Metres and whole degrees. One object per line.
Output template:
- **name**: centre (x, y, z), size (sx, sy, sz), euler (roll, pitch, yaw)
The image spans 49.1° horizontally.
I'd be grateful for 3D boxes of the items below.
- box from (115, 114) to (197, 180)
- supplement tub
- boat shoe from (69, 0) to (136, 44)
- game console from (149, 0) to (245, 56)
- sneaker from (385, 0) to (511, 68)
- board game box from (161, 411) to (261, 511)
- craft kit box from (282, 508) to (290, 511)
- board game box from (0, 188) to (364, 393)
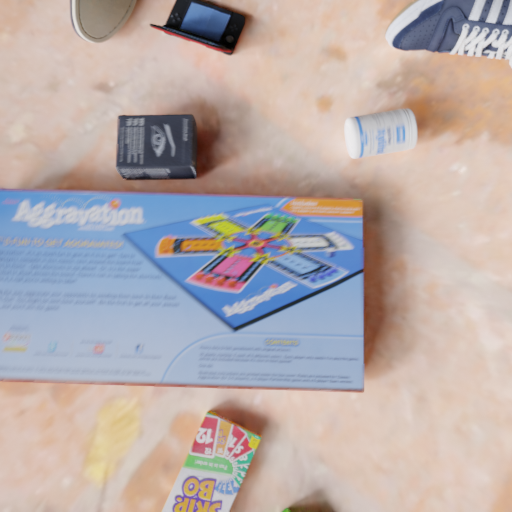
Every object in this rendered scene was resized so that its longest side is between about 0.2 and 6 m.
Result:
- **box**: centre (-1.512, -1.660, 8.629), size (1.173, 0.612, 0.868), euler (1, 79, 0)
- **supplement tub**: centre (1.909, -1.889, 8.654), size (0.985, 0.650, 0.650), euler (-10, 79, 0)
- **boat shoe**: centre (-2.570, -4.846, 9.286), size (0.916, 1.061, 2.920), euler (4, 82, 44)
- **game console**: centre (-0.905, -3.746, 8.973), size (1.239, 0.736, 1.068), euler (21, 80, 3)
- **sneaker**: centre (3.684, -3.362, 8.730), size (3.072, 1.077, 1.667), euler (-16, 78, -6)
- **board game box**: centre (-0.687, 3.219, 7.892), size (0.870, 0.273, 1.822), euler (24, 83, 5)
- **craft kit box**: centre (0.188, 4.662, 7.539), size (1.702, 0.418, 1.723), euler (-32, 81, -8)
- **board game box**: centre (-1.208, 0.477, 8.199), size (5.495, 0.534, 2.829), euler (2, 78, 0)
